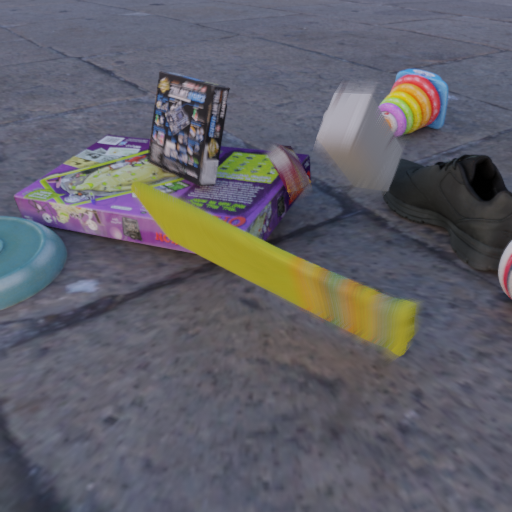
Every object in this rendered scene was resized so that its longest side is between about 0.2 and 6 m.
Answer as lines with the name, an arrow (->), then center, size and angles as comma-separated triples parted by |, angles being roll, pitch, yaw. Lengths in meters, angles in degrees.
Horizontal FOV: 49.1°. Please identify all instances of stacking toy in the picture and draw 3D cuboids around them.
stacking toy -> 3.559, -3.554, 14.291 | 1.540, 1.456, 2.654 | 31, 56, 35

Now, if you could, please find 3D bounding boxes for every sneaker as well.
sneaker -> 3.601, -1.213, 10.176 | 1.361, 1.627, 3.585 | -17, 36, -21

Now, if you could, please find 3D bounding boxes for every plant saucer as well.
plant saucer -> -4.678, 0.041, 9.379 | 2.854, 0.391, 2.854 | 0, 34, 0

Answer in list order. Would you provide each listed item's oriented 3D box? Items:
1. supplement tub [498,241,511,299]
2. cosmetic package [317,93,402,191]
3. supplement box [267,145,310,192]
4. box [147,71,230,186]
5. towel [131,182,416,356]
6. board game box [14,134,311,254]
supplement tub -> 4.469, 0.563, 7.490 | 1.542, 1.542, 2.197 | -5, 34, -8
cosmetic package -> 1.800, -1.913, 9.559 | 0.782, 1.735, 0.927 | 14, 78, 34
supplement box -> 0.561, -1.483, 9.514 | 0.319, 0.745, 0.411 | -31, -6, 27
box -> -1.249, -2.288, 9.969 | 0.428, 1.710, 1.723 | -5, 24, -43
towel -> 0.223, 0.108, 7.479 | 3.989, 1.717, 0.360 | 26, 73, 20
board game box -> -1.734, -1.288, 10.670 | 4.876, 0.788, 2.927 | 11, 34, 24
